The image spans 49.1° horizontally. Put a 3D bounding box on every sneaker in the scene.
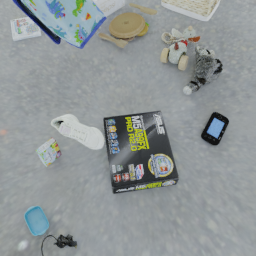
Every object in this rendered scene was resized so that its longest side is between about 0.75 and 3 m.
[{"bbox_3d":[-1.148,0.132,6.263,1.351,0.506,0.673,27,19,24],"label":"sneaker"}]

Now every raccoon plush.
[{"bbox_3d":[2.255,-2.013,9.278,1.759,0.851,1.178,-29,55,-16],"label":"raccoon plush"}]

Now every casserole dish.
[{"bbox_3d":[-2.255,2.308,6.954,0.470,0.150,0.775,-30,64,-17],"label":"casserole dish"}]

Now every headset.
[{"bbox_3d":[-2.170,3.498,5.927,1.710,1.301,2.769,33,79,16],"label":"headset"}]

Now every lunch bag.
[{"bbox_3d":[-1.493,-2.459,5.621,1.047,1.397,1.643,-50,46,-3],"label":"lunch bag"}]

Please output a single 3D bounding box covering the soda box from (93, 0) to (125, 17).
[{"bbox_3d":[-1.375,-4.728,10.819,2.772,0.944,0.883,-40,66,-22],"label":"soda box"}]

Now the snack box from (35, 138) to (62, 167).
[{"bbox_3d":[-2.133,0.665,7.591,0.208,0.784,0.557,40,66,21],"label":"snack box"}]

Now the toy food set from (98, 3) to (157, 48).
[{"bbox_3d":[0.010,-3.804,10.630,1.502,0.437,2.176,30,68,25],"label":"toy food set"}]

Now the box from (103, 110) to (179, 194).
[{"bbox_3d":[0.287,0.607,7.798,1.756,0.485,2.191,-7,59,-4],"label":"box"}]

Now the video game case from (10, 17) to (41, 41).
[{"bbox_3d":[-3.930,-3.846,10.753,1.039,0.135,1.142,-15,59,-9],"label":"video game case"}]

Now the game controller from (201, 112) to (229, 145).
[{"bbox_3d":[2.593,0.015,8.320,0.572,0.231,1.096,26,63,16],"label":"game controller"}]

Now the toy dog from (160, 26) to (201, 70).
[{"bbox_3d":[1.831,-2.980,9.731,1.317,0.962,1.997,5,58,3],"label":"toy dog"}]

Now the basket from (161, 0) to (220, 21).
[{"bbox_3d":[2.563,-5.395,11.027,2.099,1.295,1.423,27,63,15],"label":"basket"}]
